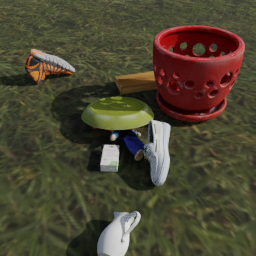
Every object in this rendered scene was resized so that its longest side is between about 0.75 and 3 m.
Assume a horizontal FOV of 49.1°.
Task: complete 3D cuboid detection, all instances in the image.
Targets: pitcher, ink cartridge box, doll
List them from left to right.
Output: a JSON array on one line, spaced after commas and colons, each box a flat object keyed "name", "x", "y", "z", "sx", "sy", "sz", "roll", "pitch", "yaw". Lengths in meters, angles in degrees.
[{"name": "ink cartridge box", "x": -0.527, "y": 0.896, "z": 8.387, "sx": 0.506, "sy": 0.291, "sz": 0.864, "roll": 2, "pitch": 39, "yaw": 3}, {"name": "pitcher", "x": -0.175, "y": 2.339, "z": 6.141, "sx": 0.648, "sy": 0.917, "sz": 1.069, "roll": 42, "pitch": 46, "yaw": -13}, {"name": "doll", "x": -0.028, "y": 0.343, "z": 8.907, "sx": 1.226, "sy": 0.436, "sz": 1.797, "roll": -3, "pitch": 32, "yaw": -36}]

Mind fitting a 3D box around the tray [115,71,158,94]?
[{"name": "tray", "x": 0.539, "y": -1.968, "z": 11.897, "sx": 1.980, "sy": 0.367, "sz": 0.976, "roll": -11, "pitch": 40, "yaw": -13}]

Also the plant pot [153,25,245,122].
[{"name": "plant pot", "x": 2.281, "y": -1.854, "z": 9.898, "sx": 2.932, "sy": 2.670, "sz": 2.932, "roll": 1, "pitch": 39, "yaw": 0}]

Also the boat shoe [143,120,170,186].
[{"name": "boat shoe", "x": 0.753, "y": 0.670, "z": 8.049, "sx": 0.678, "sy": 0.747, "sz": 2.032, "roll": 18, "pitch": 51, "yaw": -12}]

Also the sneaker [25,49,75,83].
[{"name": "sneaker", "x": -3.467, "y": -2.520, "z": 12.237, "sx": 2.195, "sy": 1.230, "sz": 0.851, "roll": 15, "pitch": 26, "yaw": -41}]

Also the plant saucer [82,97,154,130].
[{"name": "plant saucer", "x": -0.354, "y": -0.619, "z": 9.710, "sx": 2.520, "sy": 0.392, "sz": 2.520, "roll": -1, "pitch": 25, "yaw": 0}]

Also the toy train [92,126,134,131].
[{"name": "toy train", "x": -0.526, "y": -0.153, "z": 9.545, "sx": 1.790, "sy": 0.498, "sz": 1.345, "roll": 12, "pitch": 7, "yaw": 28}]
